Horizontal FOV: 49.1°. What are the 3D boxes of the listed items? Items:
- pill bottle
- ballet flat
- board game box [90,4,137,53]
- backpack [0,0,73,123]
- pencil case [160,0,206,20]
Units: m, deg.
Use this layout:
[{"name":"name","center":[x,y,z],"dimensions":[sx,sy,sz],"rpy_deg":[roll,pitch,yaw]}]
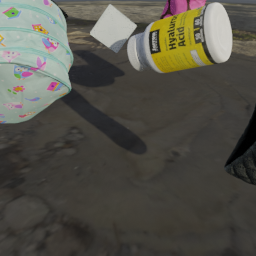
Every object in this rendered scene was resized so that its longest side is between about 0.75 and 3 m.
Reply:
[{"name":"pill bottle","center":[1.167,-2.030,6.764],"dimensions":[2.316,1.289,1.289],"rpy_deg":[-4,22,39]},{"name":"ballet flat","center":[1.677,-0.348,3.382],"dimensions":[0.851,2.994,0.995],"rpy_deg":[3,37,18]},{"name":"board game box","center":[-0.444,-2.969,8.415],"dimensions":[1.032,1.032,0.134],"rpy_deg":[30,22,-28]},{"name":"backpack","center":[-2.001,-1.009,4.465],"dimensions":[2.583,1.635,2.155],"rpy_deg":[-23,-15,33]},{"name":"pencil case","center":[1.404,-3.141,8.549],"dimensions":[1.148,2.451,1.112],"rpy_deg":[39,47,14]}]
